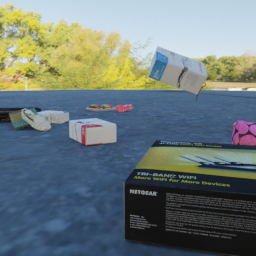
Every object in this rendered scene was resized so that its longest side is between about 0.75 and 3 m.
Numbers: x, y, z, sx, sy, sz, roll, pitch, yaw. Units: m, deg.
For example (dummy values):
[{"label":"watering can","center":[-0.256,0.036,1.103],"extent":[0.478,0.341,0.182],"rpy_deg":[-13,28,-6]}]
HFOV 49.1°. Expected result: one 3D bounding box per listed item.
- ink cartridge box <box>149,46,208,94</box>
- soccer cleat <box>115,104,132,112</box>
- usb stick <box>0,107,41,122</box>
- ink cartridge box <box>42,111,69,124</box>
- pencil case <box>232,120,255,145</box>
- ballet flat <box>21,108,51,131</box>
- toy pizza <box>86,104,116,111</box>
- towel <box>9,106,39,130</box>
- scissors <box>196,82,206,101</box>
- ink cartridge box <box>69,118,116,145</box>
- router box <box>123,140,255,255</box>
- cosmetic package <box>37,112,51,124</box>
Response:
[{"label":"ink cartridge box","center":[1.733,-2.050,9.875],"extent":[1.829,0.766,1.327],"rpy_deg":[19,34,-4]},{"label":"soccer cleat","center":[-0.288,-1.083,15.722],"extent":[1.274,0.425,0.487],"rpy_deg":[-15,-7,-46]},{"label":"usb stick","center":[-4.958,-0.565,11.823],"extent":[2.512,0.697,0.410],"rpy_deg":[-2,43,-13]},{"label":"ink cartridge box","center":[-3.137,-0.469,11.828],"extent":[1.053,0.444,0.769],"rpy_deg":[3,10,18]},{"label":"pencil case","center":[3.613,0.144,7.327],"extent":[1.685,0.789,0.765],"rpy_deg":[2,-9,9]},{"label":"ballet flat","center":[-3.339,-0.320,9.969],"extent":[1.401,0.503,0.503],"rpy_deg":[24,21,27]},{"label":"toy pizza","center":[-1.575,-1.223,16.578],"extent":[1.827,0.289,1.827],"rpy_deg":[0,10,0]},{"label":"towel","center":[-3.895,-0.389,10.591],"extent":[1.003,0.148,1.368],"rpy_deg":[-19,35,-24]},{"label":"scissors","center":[2.749,-1.441,10.984],"extent":[0.355,0.971,0.068],"rpy_deg":[18,-20,41]},{"label":"ink cartridge box","center":[-1.072,0.086,8.318],"extent":[0.985,0.571,1.334],"rpy_deg":[-7,13,-31]},{"label":"router box","center":[1.553,0.789,3.745],"extent":[2.799,0.731,2.201],"rpy_deg":[2,10,14]},{"label":"cosmetic package","center":[-3.797,-0.378,11.275],"extent":[1.170,0.475,0.660],"rpy_deg":[2,10,16]}]
